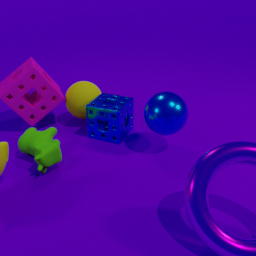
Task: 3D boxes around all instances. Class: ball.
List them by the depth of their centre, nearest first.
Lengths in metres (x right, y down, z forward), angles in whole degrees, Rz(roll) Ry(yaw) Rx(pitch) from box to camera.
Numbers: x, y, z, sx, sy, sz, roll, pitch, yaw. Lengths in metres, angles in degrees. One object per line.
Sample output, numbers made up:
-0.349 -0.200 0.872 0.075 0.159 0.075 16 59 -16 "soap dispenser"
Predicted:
0.860 -0.329 6.377 1.003 1.003 1.003 0 29 0 "ball"
-1.207 -0.768 7.704 1.028 1.028 1.028 0 29 0 "ball"

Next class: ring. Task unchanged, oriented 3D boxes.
1.782 1.092 4.248 1.829 0.366 1.829 -2 73 5 "ring"

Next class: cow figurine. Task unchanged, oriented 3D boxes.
-1.964 0.448 6.136 1.219 0.669 1.199 2 28 16 "cow figurine"

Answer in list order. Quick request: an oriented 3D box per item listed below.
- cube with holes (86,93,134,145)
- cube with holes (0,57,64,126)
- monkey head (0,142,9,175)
-0.441 -0.267 7.182 0.902 0.902 0.902 12 31 20 "cube with holes"
-2.580 -0.987 7.489 1.130 1.130 1.130 -40 33 1 "cube with holes"
-2.342 0.501 4.665 0.970 1.610 1.158 6 5 33 "monkey head"
